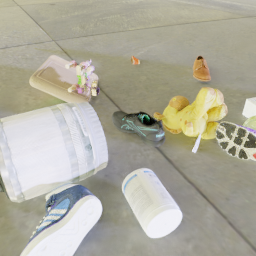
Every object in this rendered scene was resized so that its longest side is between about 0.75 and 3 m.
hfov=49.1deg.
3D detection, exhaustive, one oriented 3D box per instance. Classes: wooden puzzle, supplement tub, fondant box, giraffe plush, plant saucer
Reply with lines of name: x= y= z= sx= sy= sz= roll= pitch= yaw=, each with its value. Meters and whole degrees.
wooden puzzle: x=-2.876 y=-2.174 z=13.098 sx=2.647 sy=0.533 sz=2.862 roll=24 pitch=36 yaw=-10
supplement tub: x=0.575 y=1.902 z=7.303 sx=1.036 sy=1.036 sz=1.571 roll=-13 pitch=37 yaw=-18
fondant box: x=6.402 y=-0.640 z=11.202 sx=2.740 sy=0.798 sz=1.977 roll=-10 pitch=35 yaw=-16
giraffe plush: x=2.160 y=-0.434 z=10.284 sx=1.940 sy=2.064 sz=2.392 roll=21 pitch=68 yaw=45
plant saucer: x=4.630 y=0.181 z=9.959 sx=1.272 sy=1.272 sz=0.198 roll=-2 pitch=-8 yaw=-3

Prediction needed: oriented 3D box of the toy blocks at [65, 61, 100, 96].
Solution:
toy blocks: x=-1.759 y=-2.214 z=12.078 sx=1.439 sy=1.345 sz=1.211 roll=8 pitch=26 yaw=18

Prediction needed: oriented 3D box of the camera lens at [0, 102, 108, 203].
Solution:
camera lens: x=-2.317 y=0.608 z=8.018 sx=2.922 sy=2.337 sz=2.337 roll=-17 pitch=38 yaw=-21

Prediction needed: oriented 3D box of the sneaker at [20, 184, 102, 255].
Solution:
sneaker: x=-1.844 y=2.381 z=6.963 sx=2.354 sy=0.948 sz=1.723 roll=-44 pitch=27 yaw=-22

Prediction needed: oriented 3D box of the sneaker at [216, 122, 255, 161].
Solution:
sneaker: x=4.351 y=0.543 z=9.519 sx=2.747 sy=1.108 sz=1.146 roll=25 pitch=30 yaw=18

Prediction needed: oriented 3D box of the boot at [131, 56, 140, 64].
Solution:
boot: x=0.423 y=-4.004 z=16.559 sx=0.475 sy=0.332 sz=0.885 roll=-1 pitch=40 yaw=-12

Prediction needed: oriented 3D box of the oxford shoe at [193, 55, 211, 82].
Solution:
oxford shoe: x=3.890 y=-3.169 z=14.877 sx=0.840 sy=0.839 sz=2.355 roll=1 pitch=36 yaw=-1

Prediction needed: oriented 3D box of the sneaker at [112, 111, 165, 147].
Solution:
sneaker: x=0.376 y=-0.246 z=10.474 sx=2.509 sy=0.994 sz=0.946 roll=26 pitch=46 yaw=34
